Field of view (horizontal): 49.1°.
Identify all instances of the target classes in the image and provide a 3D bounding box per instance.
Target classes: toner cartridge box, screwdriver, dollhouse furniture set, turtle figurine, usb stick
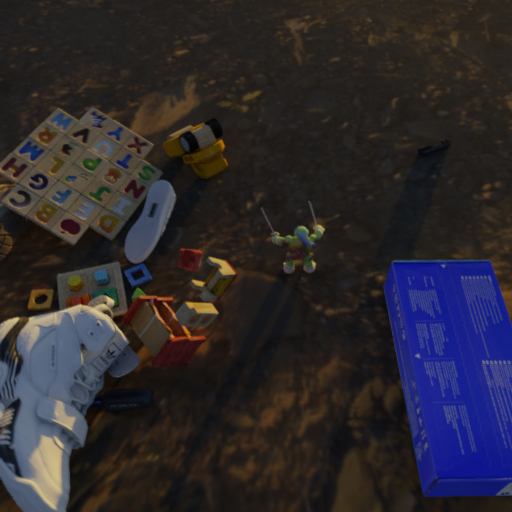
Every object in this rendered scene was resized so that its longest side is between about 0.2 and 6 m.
[{"bbox_3d":[3.540,1.931,9.712,1.949,0.886,4.104,1,51,-1],"label":"toner cartridge box"},{"bbox_3d":[-3.147,2.557,9.689,2.812,0.409,0.392,-7,52,6],"label":"screwdriver"},{"bbox_3d":[-1.239,0.792,9.813,1.198,2.226,0.905,48,20,29],"label":"dollhouse furniture set"},{"bbox_3d":[0.850,-0.330,11.292,0.961,1.295,1.335,-27,51,-21],"label":"turtle figurine"},{"bbox_3d":[4.446,-2.712,13.976,0.901,0.147,0.250,-21,48,-16],"label":"usb stick"}]

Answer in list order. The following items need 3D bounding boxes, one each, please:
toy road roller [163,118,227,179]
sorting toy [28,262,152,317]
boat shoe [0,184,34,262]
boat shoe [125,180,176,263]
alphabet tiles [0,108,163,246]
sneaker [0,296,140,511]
[{"bbox_3d":[-1.378,-2.492,13.418,1.005,1.194,1.636,-33,21,-24],"label":"toy road roller"},{"bbox_3d":[-3.285,0.702,11.073,2.446,0.333,1.377,-13,52,-10],"label":"sorting toy"},{"bbox_3d":[-5.688,-0.568,11.797,1.022,1.039,2.789,11,42,21],"label":"boat shoe"},{"bbox_3d":[-2.189,-0.654,11.960,0.672,0.661,1.894,10,71,19],"label":"boat shoe"},{"bbox_3d":[-3.879,-1.894,12.591,2.865,0.109,3.443,32,55,-6],"label":"alphabet tiles"},{"bbox_3d":[-2.971,2.189,9.011,2.108,1.378,3.669,-23,50,-4],"label":"sneaker"}]
